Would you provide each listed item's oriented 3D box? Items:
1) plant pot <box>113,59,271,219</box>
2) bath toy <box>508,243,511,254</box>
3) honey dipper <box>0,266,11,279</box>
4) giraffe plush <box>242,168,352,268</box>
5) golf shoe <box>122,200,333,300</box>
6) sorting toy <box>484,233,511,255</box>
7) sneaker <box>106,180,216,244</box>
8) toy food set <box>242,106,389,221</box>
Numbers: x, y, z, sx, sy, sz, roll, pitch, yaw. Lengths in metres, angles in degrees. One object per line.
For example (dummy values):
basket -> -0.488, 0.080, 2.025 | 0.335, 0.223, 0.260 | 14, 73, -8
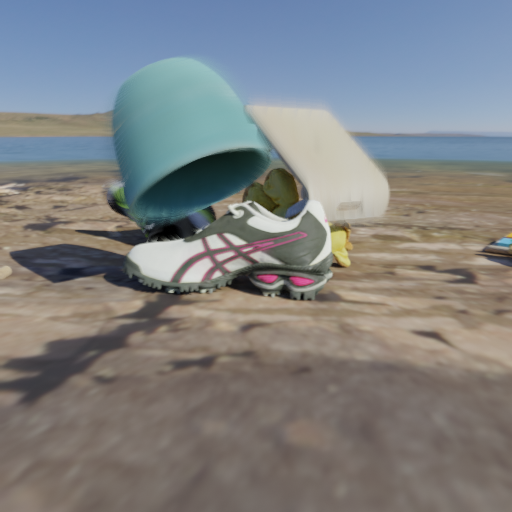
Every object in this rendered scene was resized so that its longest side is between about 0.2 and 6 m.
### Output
plant pot -> -0.998, -1.615, 7.484 | 1.956, 1.570, 1.956 | -22, -11, -4
bath toy -> 5.070, -0.006, 9.859 | 0.609, 0.518, 1.401 | -3, 14, -12
honey dipper -> -4.246, 0.383, 8.968 | 0.183, 0.183, 0.962 | 1, 16, 5
giraffe plush -> 0.854, -0.510, 10.140 | 1.708, 1.817, 2.106 | 17, -9, -35
golf shoe -> -0.457, -0.170, 8.613 | 3.263, 1.437, 1.260 | 1, 14, 9
sorting toy -> 5.565, -0.214, 11.286 | 1.426, 0.281, 1.541 | 11, 16, 39
sneaker -> -2.153, -0.799, 11.596 | 2.767, 0.992, 1.146 | 12, 58, 26
toy food set -> 0.906, -1.643, 9.816 | 1.911, 0.804, 2.663 | -7, 52, -37
